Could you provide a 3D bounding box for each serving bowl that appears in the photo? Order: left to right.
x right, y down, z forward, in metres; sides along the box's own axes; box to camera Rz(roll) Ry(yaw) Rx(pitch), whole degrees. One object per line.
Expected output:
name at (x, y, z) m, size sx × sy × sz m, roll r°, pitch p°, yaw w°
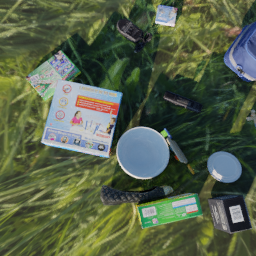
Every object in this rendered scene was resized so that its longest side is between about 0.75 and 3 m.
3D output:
serving bowl at (0.490, 0.929, 9.942) m, size 1.873 × 0.616 × 1.873 m, roll 4°, pitch 67°, yaw -9°

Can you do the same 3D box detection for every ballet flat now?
ballet flat at (0.292, 2.199, 9.607) m, size 2.519 × 0.837 × 0.715 m, roll -6°, pitch 79°, yaw -1°

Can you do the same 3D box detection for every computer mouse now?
computer mouse at (0.156, -3.774, 11.302) m, size 1.467 × 0.387 × 1.016 m, roll 39°, pitch 79°, yaw -3°

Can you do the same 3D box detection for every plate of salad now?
plate of salad at (3.438, 1.406, 10.037) m, size 1.203 × 0.289 × 1.203 m, roll 0°, pitch 59°, yaw 1°

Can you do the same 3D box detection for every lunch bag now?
lunch bag at (4.814, -2.883, 10.465) m, size 1.620 × 1.578 × 2.385 m, roll 40°, pitch 78°, yaw -8°

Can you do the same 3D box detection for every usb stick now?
usb stick at (2.078, -0.998, 10.679) m, size 1.519 × 0.248 × 0.421 m, roll 22°, pitch 70°, yaw 5°

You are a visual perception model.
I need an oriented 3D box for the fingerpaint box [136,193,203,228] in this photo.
fingerpaint box at (1.266, 2.661, 9.121) m, size 1.891 × 1.577 × 0.693 m, roll -12°, pitch 78°, yaw -3°

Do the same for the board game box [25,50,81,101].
board game box at (-2.911, -2.062, 10.918) m, size 1.783 × 0.260 × 1.200 m, roll -40°, pitch 81°, yaw -9°

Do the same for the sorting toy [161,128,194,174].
sorting toy at (1.686, 0.842, 9.820) m, size 0.259 × 1.073 × 1.905 m, roll -35°, pitch 72°, yaw 12°

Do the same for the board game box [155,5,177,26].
board game box at (1.584, -4.646, 11.575) m, size 0.798 × 0.173 × 0.794 m, roll 10°, pitch 78°, yaw 3°

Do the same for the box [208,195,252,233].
box at (3.280, 2.767, 9.173) m, size 0.736 × 1.411 × 1.044 m, roll -10°, pitch 79°, yaw -4°

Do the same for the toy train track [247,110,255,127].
toy train track at (4.856, -0.194, 10.526) m, size 0.604 × 0.171 × 1.053 m, roll -12°, pitch 78°, yaw -3°

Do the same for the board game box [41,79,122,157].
board game box at (-1.614, -0.335, 10.169) m, size 2.413 × 0.674 × 2.362 m, roll 12°, pitch 79°, yaw -1°
